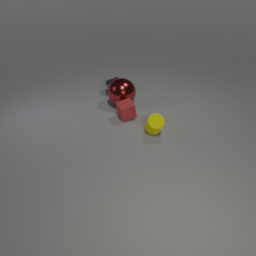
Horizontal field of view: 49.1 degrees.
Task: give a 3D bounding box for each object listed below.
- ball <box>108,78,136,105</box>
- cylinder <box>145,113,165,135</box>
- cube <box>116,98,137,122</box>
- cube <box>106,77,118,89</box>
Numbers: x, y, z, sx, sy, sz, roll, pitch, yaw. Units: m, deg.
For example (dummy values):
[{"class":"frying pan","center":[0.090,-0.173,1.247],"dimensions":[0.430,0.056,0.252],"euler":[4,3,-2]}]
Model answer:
[{"class":"ball","center":[-0.303,-1.754,13.807],"dimensions":[1.400,1.400,1.400],"euler":[0,31,0]},{"class":"cylinder","center":[1.101,-0.155,11.587],"dimensions":[0.700,0.700,0.700],"euler":[3,68,-8]},{"class":"cube","center":[-0.080,-0.833,12.807],"dimensions":[0.700,0.700,0.700],"euler":[-20,39,-11]},{"class":"cube","center":[-0.760,-2.259,15.122],"dimensions":[0.700,0.700,0.700],"euler":[-17,26,4]}]
